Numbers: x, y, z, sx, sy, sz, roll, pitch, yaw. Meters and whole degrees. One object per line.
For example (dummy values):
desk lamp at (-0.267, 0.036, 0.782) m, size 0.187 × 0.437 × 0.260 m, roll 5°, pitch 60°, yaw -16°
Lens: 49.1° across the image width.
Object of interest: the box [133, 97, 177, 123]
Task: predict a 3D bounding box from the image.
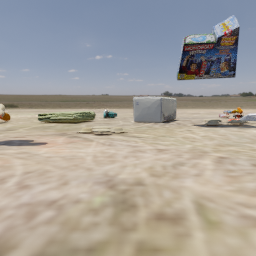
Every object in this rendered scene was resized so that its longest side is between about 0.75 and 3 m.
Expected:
box at (1.071, -0.695, 10.348) m, size 1.045 × 0.870 × 2.544 m, roll 2°, pitch 5°, yaw 22°

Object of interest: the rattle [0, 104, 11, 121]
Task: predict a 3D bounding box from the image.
rattle at (-4.294, -0.274, 9.516) m, size 0.766 × 0.840 × 1.176 m, roll -38°, pitch 41°, yaw -26°

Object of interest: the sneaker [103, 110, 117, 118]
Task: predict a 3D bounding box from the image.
sneaker at (-0.782, -0.616, 12.648) m, size 0.462 × 0.393 × 1.012 m, roll 5°, pitch 7°, yaw 18°

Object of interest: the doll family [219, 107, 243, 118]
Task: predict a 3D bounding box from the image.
doll family at (4.671, -0.692, 12.493) m, size 1.163 × 0.524 × 0.722 m, roll -1°, pitch 5°, yaw -15°

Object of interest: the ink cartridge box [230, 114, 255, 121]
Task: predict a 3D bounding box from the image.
ink cartridge box at (4.512, -0.420, 10.791) m, size 1.137 × 0.324 × 0.924 m, roll 7°, pitch 7°, yaw 27°

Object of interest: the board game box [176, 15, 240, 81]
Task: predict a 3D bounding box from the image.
board game box at (2.298, -2.163, 7.735) m, size 1.766 × 0.545 × 1.765 m, roll -3°, pitch -37°, yaw -2°

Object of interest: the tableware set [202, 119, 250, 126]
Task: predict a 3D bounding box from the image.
tableware set at (2.853, -0.163, 8.266) m, size 1.358 × 0.158 × 1.134 m, roll 2°, pitch 5°, yaw 21°

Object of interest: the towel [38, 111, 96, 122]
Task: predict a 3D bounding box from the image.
towel at (-2.085, -0.388, 9.799) m, size 1.460 × 0.359 × 1.968 m, roll 0°, pitch 5°, yaw 15°

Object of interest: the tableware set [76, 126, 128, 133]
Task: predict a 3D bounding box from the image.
tableware set at (-0.546, 0.052, 5.831) m, size 0.980 × 0.114 × 0.819 m, roll 4°, pitch 6°, yaw 43°
